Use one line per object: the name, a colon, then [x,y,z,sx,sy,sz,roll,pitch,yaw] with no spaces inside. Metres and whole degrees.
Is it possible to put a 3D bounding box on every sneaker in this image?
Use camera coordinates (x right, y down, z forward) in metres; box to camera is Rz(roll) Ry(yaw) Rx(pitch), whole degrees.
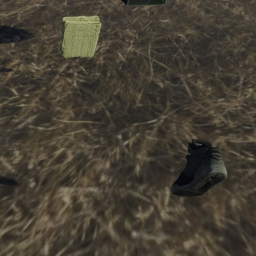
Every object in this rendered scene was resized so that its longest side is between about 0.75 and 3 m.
sneaker: [1.177,0.711,4.884,0.524,1.371,0.785,13,54,-12]

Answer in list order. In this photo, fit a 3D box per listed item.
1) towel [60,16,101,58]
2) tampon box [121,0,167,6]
towel: [-1.460,-2.725,8.481,1.144,1.541,0.281,-6,61,-19]
tampon box: [0.241,-4.753,8.483,1.457,1.228,1.945,-15,53,-25]
